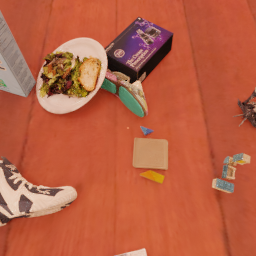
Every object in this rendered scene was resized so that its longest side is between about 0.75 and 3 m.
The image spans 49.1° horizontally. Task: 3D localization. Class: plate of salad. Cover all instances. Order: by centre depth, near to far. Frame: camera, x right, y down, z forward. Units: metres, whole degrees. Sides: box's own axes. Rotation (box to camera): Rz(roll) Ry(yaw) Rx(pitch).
[{"bbox_3d":[-1.604,-1.472,7.409,2.283,0.548,2.283,-9,67,24],"label":"plate of salad"}]

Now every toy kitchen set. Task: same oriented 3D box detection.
[{"bbox_3d":[2.203,0.939,5.967,0.452,0.614,0.767,19,70,-13],"label":"toy kitchen set"}]

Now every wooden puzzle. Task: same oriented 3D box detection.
[{"bbox_3d":[0.550,0.637,6.829,0.921,0.160,1.366,12,61,2],"label":"wooden puzzle"}]

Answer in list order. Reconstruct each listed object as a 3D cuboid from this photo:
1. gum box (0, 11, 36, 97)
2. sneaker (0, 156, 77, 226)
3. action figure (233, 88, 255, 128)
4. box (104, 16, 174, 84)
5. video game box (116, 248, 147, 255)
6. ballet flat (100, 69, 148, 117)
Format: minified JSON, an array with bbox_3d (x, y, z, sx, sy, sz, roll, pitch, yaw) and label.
[{"bbox_3d":[-3.791,-2.011,6.864,2.292,2.697,0.601,17,63,9],"label":"gum box"},{"bbox_3d":[-2.308,1.206,6.046,2.232,0.891,1.452,-16,69,2],"label":"sneaker"},{"bbox_3d":[3.502,-0.639,7.179,1.641,0.837,0.975,-29,75,-18],"label":"action figure"},{"bbox_3d":[0.287,-2.258,8.175,1.293,0.723,1.833,31,65,19],"label":"box"},{"bbox_3d":[0.005,2.970,5.413,0.921,0.237,1.011,-8,60,-11],"label":"video game box"},{"bbox_3d":[-0.111,-1.097,7.551,2.048,0.708,0.729,36,59,22],"label":"ballet flat"}]
